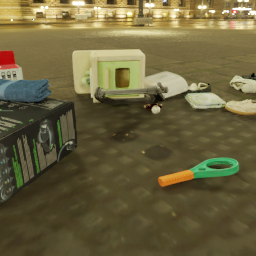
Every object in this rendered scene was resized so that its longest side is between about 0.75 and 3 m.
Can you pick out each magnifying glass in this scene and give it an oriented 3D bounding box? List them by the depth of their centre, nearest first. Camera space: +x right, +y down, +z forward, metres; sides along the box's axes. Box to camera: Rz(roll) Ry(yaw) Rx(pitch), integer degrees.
[{"bbox_3d":[1.532,0.938,6.024,1.850,0.207,0.736,-13,13,-17],"label":"magnifying glass"}]

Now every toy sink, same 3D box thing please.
[{"bbox_3d":[-0.779,-2.023,10.858,2.715,1.770,1.521,-2,25,-6],"label":"toy sink"}]

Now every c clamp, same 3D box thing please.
[{"bbox_3d":[0.055,-1.093,8.911,2.704,0.366,2.310,-2,-8,23],"label":"c clamp"}]

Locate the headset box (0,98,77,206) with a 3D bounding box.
[{"bbox_3d":[-2.989,0.265,6.226,2.508,1.336,2.880,10,26,22],"label":"headset box"}]

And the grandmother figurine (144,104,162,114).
[{"bbox_3d":[0.891,-0.790,9.886,0.655,0.327,1.079,-15,23,-3],"label":"grandmother figurine"}]

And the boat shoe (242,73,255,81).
[{"bbox_3d":[6.009,-2.434,13.420,0.470,0.417,1.259,-11,26,-23],"label":"boat shoe"}]

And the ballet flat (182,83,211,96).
[{"bbox_3d":[2.835,-1.626,11.557,1.355,0.463,0.461,-11,27,-22],"label":"ballet flat"}]

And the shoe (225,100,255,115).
[{"bbox_3d":[4.364,-0.753,9.509,1.998,0.533,0.698,8,25,18],"label":"shoe"}]

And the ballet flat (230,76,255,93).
[{"bbox_3d":[4.981,-1.772,11.958,0.627,0.627,1.748,-6,22,-14],"label":"ballet flat"}]

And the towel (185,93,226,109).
[{"bbox_3d":[2.863,-1.005,10.405,1.224,0.295,1.048,-3,27,-7],"label":"towel"}]

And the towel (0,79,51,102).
[{"bbox_3d":[-2.762,-0.933,6.782,1.601,0.389,0.894,5,25,9],"label":"towel"}]

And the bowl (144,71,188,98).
[{"bbox_3d":[1.430,-1.814,11.498,1.683,0.629,1.685,-20,29,-18],"label":"bowl"}]

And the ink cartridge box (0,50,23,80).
[{"bbox_3d":[-4.804,-1.559,9.590,2.207,1.937,0.925,-15,28,-28],"label":"ink cartridge box"}]
